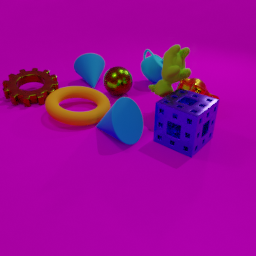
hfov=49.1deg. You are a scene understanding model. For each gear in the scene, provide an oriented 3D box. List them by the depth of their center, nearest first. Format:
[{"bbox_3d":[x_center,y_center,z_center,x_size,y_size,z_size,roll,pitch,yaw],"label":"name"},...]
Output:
[{"bbox_3d":[-3.311,-1.431,9.606,1.804,0.334,1.804,3,44,-3],"label":"gear"}]

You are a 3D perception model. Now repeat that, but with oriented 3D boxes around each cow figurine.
[{"bbox_3d":[1.196,-1.585,8.159,0.770,1.402,1.380,7,-12,-27],"label":"cow figurine"}]

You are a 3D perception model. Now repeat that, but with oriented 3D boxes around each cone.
[{"bbox_3d":[-0.444,-0.112,7.565,1.235,1.231,1.231,-9,20,40],"label":"cone"},{"bbox_3d":[-1.359,-1.926,10.461,1.207,1.207,1.211,-7,55,-11],"label":"cone"}]

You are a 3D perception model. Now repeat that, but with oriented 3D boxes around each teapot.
[{"bbox_3d":[1.117,-2.191,10.393,1.149,0.905,1.849,-6,57,-54],"label":"teapot"}]

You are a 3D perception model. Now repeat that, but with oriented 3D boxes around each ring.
[{"bbox_3d":[-1.512,-0.715,8.533,1.956,0.391,1.956,6,35,-4],"label":"ring"}]

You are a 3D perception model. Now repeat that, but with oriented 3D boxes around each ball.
[{"bbox_3d":[-0.341,-1.606,9.602,1.011,1.011,1.011,0,31,0],"label":"ball"}]

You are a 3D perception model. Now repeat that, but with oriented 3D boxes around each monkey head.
[{"bbox_3d":[2.068,-1.159,8.612,1.703,1.225,1.026,33,62,1],"label":"monkey head"}]

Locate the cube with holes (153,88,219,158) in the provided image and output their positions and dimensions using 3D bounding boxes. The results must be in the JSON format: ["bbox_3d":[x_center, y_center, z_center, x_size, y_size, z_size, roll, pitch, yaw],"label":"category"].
[{"bbox_3d":[1.461,-0.176,7.139,1.141,1.141,1.141,23,38,33],"label":"cube with holes"}]
